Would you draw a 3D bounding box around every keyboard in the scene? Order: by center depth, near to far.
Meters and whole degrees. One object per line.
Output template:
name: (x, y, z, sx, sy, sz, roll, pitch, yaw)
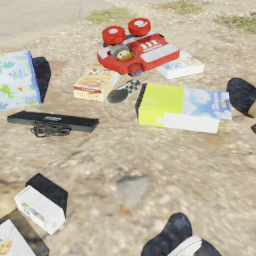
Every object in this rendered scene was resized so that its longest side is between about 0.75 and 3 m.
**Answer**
keyboard: (-2.514, -0.029, 9.118, 2.933, 0.581, 1.527, 6, 15, 9)

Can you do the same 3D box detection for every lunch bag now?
lunch bag: (-4.576, -1.906, 10.363, 2.282, 1.710, 2.683, -13, 49, -16)

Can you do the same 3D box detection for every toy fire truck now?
toy fire truck: (0.333, -3.153, 11.663, 2.966, 1.663, 2.491, -24, 48, -16)

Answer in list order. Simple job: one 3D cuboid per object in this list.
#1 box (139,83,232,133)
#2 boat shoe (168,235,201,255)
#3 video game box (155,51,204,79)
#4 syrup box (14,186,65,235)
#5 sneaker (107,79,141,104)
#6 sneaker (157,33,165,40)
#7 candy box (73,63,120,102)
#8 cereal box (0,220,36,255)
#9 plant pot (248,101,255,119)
box: (1.940, -0.718, 9.642, 2.906, 0.692, 1.772, 8, 39, 9)
boat shoe: (0.982, 2.683, 5.466, 1.450, 0.522, 0.477, -25, 51, -29)
video game box: (2.185, -2.873, 12.635, 1.838, 0.430, 1.675, -14, 38, -17)
syrup box: (-2.051, 1.883, 6.503, 1.180, 0.465, 0.480, 24, 45, 27)
sneaker: (-0.166, -1.336, 10.660, 1.399, 0.518, 0.619, -30, 7, -8)
sneaker: (1.170, -4.478, 14.348, 1.708, 0.847, 0.604, 14, 42, 19)
candy box: (-1.204, -1.873, 11.222, 1.190, 0.570, 2.061, 11, 39, 13)
cereal box: (-2.516, 2.683, 5.615, 1.085, 0.298, 1.508, -31, 48, -34)
plant pot: (4.984, -0.628, 9.039, 1.625, 1.625, 1.418, -28, 62, -31)
